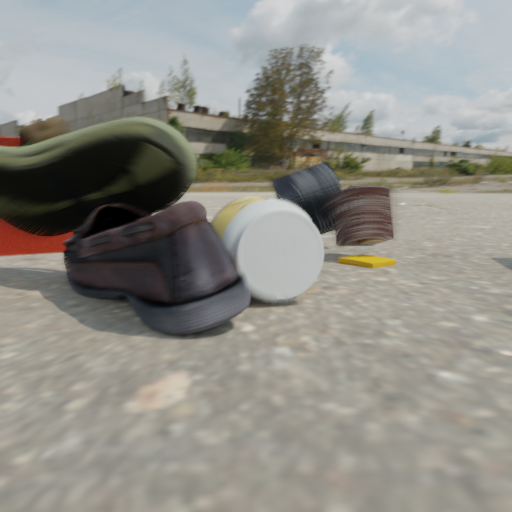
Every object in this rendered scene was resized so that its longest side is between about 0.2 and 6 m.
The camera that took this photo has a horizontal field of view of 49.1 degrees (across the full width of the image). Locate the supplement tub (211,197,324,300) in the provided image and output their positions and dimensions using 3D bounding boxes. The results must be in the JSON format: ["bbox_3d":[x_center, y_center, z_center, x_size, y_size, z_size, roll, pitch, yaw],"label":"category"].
[{"bbox_3d":[0.062,-0.095,5.613,0.967,0.967,1.330,-2,8,-14],"label":"supplement tub"}]

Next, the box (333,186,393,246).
[{"bbox_3d":[1.516,-0.554,7.981,0.618,0.753,0.624,0,-9,-17],"label":"box"}]

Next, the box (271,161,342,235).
[{"bbox_3d":[0.873,-0.849,9.067,0.981,0.998,0.618,-20,47,0],"label":"box"}]

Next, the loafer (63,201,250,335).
[{"bbox_3d":[-1.106,-0.132,5.255,1.115,0.977,3.102,-23,20,-29],"label":"loafer"}]

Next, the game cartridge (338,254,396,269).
[{"bbox_3d":[1.519,0.078,7.637,0.540,0.099,0.613,-6,12,-38],"label":"game cartridge"}]

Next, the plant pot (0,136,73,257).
[{"bbox_3d":[-3.711,-1.046,9.451,2.064,1.821,2.066,-5,10,-29],"label":"plant pot"}]

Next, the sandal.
[{"bbox_3d":[-2.089,-0.994,6.318,3.344,1.328,0.954,-2,51,23],"label":"sandal"}]
